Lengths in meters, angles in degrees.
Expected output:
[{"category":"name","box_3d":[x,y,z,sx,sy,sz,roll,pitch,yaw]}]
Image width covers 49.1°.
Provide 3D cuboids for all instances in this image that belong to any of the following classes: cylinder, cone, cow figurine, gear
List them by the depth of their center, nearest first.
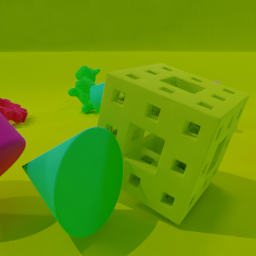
[{"category":"cone","box_3d":[-0.829,0.517,3.194,1.137,1.133,1.133,4,16,31]},{"category":"cylinder","box_3d":[-2.115,0.131,3.404,1.208,1.208,1.208,46,26,3]},{"category":"gear","box_3d":[-3.439,-0.555,7.522,1.416,0.262,1.416,24,8,-4]},{"category":"cylinder","box_3d":[-0.537,-0.900,8.071,0.849,0.849,0.849,-13,13,16]},{"category":"cow figurine","box_3d":[-1.226,-1.270,9.003,0.825,1.503,1.479,-38,-2,34]}]

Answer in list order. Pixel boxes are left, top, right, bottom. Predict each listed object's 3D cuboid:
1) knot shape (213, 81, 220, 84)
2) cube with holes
[{"category":"knot shape","box_3d":[2.181,-0.648,7.011,0.527,1.141,1.068,-8,-4,-8]},{"category":"cube with holes","box_3d":[0.540,0.061,3.730,1.370,1.370,1.370,26,29,25]}]
